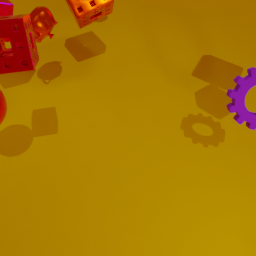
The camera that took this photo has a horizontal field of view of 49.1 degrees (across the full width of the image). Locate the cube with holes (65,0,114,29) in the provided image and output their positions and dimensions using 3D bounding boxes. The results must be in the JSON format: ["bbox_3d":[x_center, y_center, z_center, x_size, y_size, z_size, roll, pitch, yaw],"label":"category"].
[{"bbox_3d":[-1.289,-4.087,8.760,1.236,1.236,1.236,-27,99,-2],"label":"cube with holes"}]

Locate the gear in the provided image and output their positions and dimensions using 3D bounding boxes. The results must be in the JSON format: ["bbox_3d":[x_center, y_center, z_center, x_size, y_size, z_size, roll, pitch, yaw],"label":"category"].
[{"bbox_3d":[2.812,-0.632,5.986,1.325,1.325,0.245,4,18,3],"label":"gear"}]

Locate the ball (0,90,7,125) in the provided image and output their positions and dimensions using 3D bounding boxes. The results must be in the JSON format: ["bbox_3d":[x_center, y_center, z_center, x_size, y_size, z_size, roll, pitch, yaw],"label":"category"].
[{"bbox_3d":[-2.921,-0.412,5.352,1.120,1.120,1.120,0,51,0],"label":"ball"}]

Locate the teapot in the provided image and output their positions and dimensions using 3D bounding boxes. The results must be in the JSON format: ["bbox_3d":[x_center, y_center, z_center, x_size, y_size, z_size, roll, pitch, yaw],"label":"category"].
[{"bbox_3d":[-2.399,-2.833,7.798,0.799,1.014,1.631,40,35,-21],"label":"teapot"}]

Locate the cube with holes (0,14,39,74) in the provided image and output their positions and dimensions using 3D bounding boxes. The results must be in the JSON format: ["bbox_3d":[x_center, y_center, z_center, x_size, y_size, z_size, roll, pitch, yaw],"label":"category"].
[{"bbox_3d":[-1.898,-1.326,4.405,0.758,0.758,0.758,-9,27,-7],"label":"cube with holes"}]

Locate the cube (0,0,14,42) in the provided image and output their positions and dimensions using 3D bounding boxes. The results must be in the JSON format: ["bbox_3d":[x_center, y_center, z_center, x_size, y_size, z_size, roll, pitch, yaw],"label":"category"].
[{"bbox_3d":[-3.648,-2.889,7.132,1.006,1.006,1.006,-12,45,-43],"label":"cube"}]
